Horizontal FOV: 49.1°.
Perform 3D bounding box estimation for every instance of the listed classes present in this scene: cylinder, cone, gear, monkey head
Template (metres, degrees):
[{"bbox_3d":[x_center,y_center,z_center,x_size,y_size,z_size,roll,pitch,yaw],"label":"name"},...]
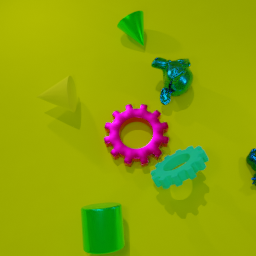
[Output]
[{"bbox_3d":[-0.623,2.423,6.888,1.016,1.016,1.016,-4,83,-2],"label":"cylinder"},{"bbox_3d":[-2.277,-1.004,8.666,1.137,1.132,1.132,-4,64,3],"label":"cone"},{"bbox_3d":[0.322,-3.399,10.021,1.072,1.072,1.076,-26,89,-12],"label":"cone"},{"bbox_3d":[1.352,1.019,7.455,1.548,1.548,0.286,-34,101,-15],"label":"gear"},{"bbox_3d":[0.253,0.203,8.454,1.932,0.357,1.932,-1,67,3],"label":"gear"},{"bbox_3d":[1.411,-1.674,9.054,1.353,1.133,1.881,24,56,21],"label":"monkey head"}]

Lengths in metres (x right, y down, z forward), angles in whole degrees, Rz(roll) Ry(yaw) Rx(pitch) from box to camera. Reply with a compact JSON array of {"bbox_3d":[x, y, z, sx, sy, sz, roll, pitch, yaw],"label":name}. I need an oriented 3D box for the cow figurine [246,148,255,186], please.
[{"bbox_3d":[3.678,1.137,8.005,0.889,0.496,0.903,-57,37,11],"label":"cow figurine"}]
